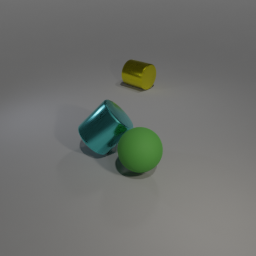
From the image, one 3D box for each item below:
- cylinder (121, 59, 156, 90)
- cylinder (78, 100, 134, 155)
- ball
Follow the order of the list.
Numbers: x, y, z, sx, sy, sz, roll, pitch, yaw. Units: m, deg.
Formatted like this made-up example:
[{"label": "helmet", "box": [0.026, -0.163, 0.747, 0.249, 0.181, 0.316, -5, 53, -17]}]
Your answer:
[{"label": "cylinder", "box": [0.601, -2.934, 15.333, 1.400, 1.400, 1.400, 23, 37, 34]}, {"label": "cylinder", "box": [-0.766, -0.026, 9.727, 1.400, 1.400, 1.400, 43, 17, -16]}, {"label": "ball", "box": [0.371, 0.668, 8.632, 1.400, 1.400, 1.400, 0, 30, 0]}]
